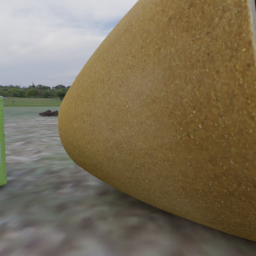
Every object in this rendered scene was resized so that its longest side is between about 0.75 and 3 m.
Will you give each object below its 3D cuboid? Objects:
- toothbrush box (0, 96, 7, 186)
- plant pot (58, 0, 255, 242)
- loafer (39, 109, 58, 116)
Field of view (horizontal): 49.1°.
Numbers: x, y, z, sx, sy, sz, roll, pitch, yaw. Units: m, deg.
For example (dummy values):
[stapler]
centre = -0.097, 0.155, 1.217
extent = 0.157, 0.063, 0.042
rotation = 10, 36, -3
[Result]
[toothbrush box]
centre = -2.173, 0.142, 2.148
extent = 1.389, 0.821, 1.907
rotation = 4, 8, 42
[plant pot]
centre = 0.331, -0.153, 1.991
extent = 1.710, 1.710, 1.835
rotation = -5, -3, -45
[loafer]
centre = -4.247, -0.815, 15.017
extent = 1.065, 0.378, 0.389
rotation = -2, 6, -21
